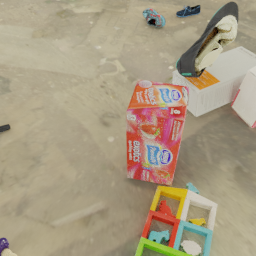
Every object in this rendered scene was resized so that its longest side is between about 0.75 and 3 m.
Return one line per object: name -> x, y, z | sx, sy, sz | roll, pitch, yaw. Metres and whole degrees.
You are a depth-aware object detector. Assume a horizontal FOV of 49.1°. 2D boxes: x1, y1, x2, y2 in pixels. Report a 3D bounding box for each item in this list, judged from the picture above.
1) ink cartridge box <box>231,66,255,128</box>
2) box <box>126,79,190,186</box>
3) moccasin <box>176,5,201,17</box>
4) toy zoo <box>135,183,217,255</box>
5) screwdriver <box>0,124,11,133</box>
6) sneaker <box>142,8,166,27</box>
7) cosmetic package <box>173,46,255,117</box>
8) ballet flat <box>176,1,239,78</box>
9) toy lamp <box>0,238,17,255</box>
ink cartridge box -> 4.805, -1.428, 8.685 | 2.677, 1.961, 1.108 | -30, 64, -12
box -> 0.695, 0.201, 7.108 | 1.292, 2.592, 1.237 | 10, 48, 9
moccasin -> 3.088, -6.072, 14.393 | 1.369, 0.467, 0.551 | -20, 50, -17
toy zoo -> 1.234, 2.337, 6.734 | 1.563, 0.244, 2.382 | 14, 49, 13
screwdriver -> -4.427, 0.193, 8.734 | 1.483, 0.207, 0.216 | -22, 21, -24
sneaker -> 1.130, -5.375, 13.673 | 0.712, 0.591, 1.490 | -31, 54, -24
cosmetic package -> 3.178, -1.672, 9.715 | 2.958, 1.054, 1.501 | -23, 46, -15
ballet flat -> 2.704, -2.666, 8.656 | 2.874, 1.050, 1.050 | -49, 59, -1
toy lamp -> -2.110, 3.014, 5.913 | 1.897, 0.552, 0.552 | 22, 51, 19
